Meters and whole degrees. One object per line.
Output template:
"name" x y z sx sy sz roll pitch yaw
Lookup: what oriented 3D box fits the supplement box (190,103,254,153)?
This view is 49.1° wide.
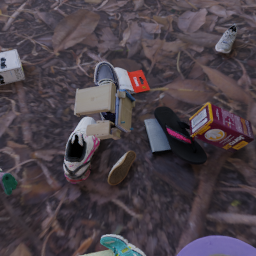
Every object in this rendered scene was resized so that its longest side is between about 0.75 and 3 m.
"supplement box" 2.829 0.025 8.508 1.675 0.924 0.717 21 50 -18

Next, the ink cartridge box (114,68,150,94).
"ink cartridge box" -0.067 -1.856 10.823 1.584 0.374 1.268 -11 51 -7

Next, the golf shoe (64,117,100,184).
"golf shoe" -1.335 0.421 8.452 0.871 1.104 2.399 5 45 0

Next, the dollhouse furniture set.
"dollhouse furniture set" -0.528 -0.256 7.281 1.007 1.544 1.458 -6 71 25

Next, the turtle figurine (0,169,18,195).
"turtle figurine" -3.977 1.485 7.235 2.261 1.138 1.693 -1 41 39

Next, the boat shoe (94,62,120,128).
"boat shoe" -0.654 -1.298 9.287 0.901 1.119 2.413 -11 75 -4

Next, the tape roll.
"tape roll" 1.973 3.663 5.831 2.497 1.061 2.497 1 50 -1

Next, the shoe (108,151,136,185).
"shoe" -0.195 1.211 8.366 0.437 0.334 1.250 45 62 -8

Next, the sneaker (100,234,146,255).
"sneaker" -0.113 2.449 5.516 1.015 0.393 0.404 27 40 11

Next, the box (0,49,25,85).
"box" -5.286 -2.252 10.964 2.176 0.654 1.269 -18 53 -14

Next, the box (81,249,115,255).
"box" -1.162 4.054 5.194 2.456 1.350 2.792 -7 50 -12

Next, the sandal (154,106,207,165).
"sandal" 1.603 0.105 8.803 0.933 0.560 2.484 -13 54 -26

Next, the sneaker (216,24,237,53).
"sneaker" 4.346 -3.946 12.309 0.669 0.734 1.789 20 53 16

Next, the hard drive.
"hard drive" 1.112 0.241 9.192 0.936 0.221 1.342 -7 51 -6
